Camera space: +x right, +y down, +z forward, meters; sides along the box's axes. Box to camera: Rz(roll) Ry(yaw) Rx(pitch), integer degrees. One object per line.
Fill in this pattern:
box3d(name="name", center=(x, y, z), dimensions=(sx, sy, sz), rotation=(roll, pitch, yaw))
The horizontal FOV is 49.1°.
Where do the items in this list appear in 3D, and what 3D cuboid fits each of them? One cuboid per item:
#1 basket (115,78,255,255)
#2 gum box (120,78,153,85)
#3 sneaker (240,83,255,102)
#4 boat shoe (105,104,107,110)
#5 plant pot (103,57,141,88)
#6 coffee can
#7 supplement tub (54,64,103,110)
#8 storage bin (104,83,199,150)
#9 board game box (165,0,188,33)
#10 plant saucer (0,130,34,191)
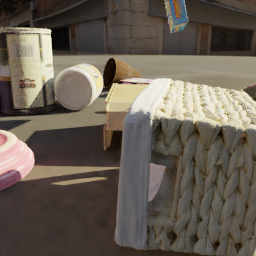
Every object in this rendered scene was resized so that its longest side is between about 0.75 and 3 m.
box3d(name="basket", center=(0.959, 0.360, 4.155), dimensions=(1.650, 1.813, 2.675), rotation=(8, 19, 12))
box3d(name="gum box", center=(0.793, -1.824, 12.770), dimensions=(2.026, 0.670, 1.150), rotation=(11, 19, 30))
box3d(name="sneaker", center=(4.616, -0.813, 9.110), dimensions=(1.144, 1.077, 2.795), rotation=(-22, 22, -26))
box3d(name="boat shoe", center=(-0.325, -0.719, 9.882), dimensions=(1.023, 0.377, 0.354), rotation=(-7, 19, 8))
box3d(name="plant pot", center=(-0.226, -2.700, 14.558), dimensions=(1.677, 1.568, 1.568), rotation=(7, 13, -29))
box3d(name="coffee can", center=(-3.677, -2.044, 9.960), dimensions=(2.034, 2.779, 2.034), rotation=(0, 16, 0))
box3d(name="supplement tub", center=(-1.810, -1.647, 10.782), dimensions=(1.537, 1.537, 2.124), rotation=(1, 19, 5))
box3d(name="storage bin", center=(0.758, -0.342, 7.207), dimensions=(2.523, 1.182, 2.504), rotation=(1, 21, 2))
box3d(name="board game box", center=(1.427, -3.861, 8.664), dimensions=(0.433, 1.548, 1.515), rotation=(-12, 9, 8))
box3d(name="plant saucer", center=(-3.077, 0.569, 5.362), dimensions=(2.411, 0.611, 2.411), rotation=(1, 17, 0))
